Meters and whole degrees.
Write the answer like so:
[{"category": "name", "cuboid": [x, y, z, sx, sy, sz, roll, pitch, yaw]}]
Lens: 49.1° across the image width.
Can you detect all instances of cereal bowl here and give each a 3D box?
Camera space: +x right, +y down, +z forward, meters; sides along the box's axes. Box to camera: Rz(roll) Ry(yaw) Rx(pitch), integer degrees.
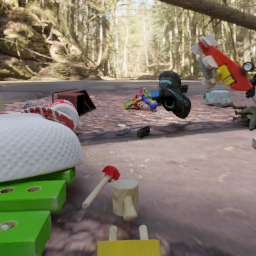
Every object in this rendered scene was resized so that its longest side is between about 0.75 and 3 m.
[{"category": "cereal bowl", "cuboid": [-1.725, 0.276, 4.133, 2.052, 0.855, 2.052, -8, -3, 0]}]

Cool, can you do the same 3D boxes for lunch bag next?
[{"category": "lunch bag", "cuboid": [4.505, -1.558, 14.341, 1.078, 0.772, 1.265, 0, 5, -1]}]

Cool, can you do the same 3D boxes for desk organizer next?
[{"category": "desk organizer", "cuboid": [-2.164, -1.099, 11.779, 1.003, 0.934, 2.605, 5, 13, 10]}]

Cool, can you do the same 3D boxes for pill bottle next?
[{"category": "pill bottle", "cuboid": [-1.940, -0.354, 8.251, 0.890, 0.890, 1.586, -3, 13, -14]}]

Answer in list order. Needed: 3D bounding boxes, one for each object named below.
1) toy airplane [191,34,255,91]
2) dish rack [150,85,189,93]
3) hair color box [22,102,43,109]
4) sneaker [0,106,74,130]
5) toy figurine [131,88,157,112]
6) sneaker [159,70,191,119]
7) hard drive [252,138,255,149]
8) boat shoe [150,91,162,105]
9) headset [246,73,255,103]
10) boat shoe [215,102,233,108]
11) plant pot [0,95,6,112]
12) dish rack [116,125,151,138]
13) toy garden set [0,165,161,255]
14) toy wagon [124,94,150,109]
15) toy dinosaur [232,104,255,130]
[{"category": "toy airplane", "cuboid": [1.829, -1.284, 5.886, 1.360, 0.960, 1.354, 21, 28, -26]}, {"category": "dish rack", "cuboid": [3.007, -2.870, 20.802, 2.510, 0.685, 1.925, 11, 15, 43]}, {"category": "hair color box", "cuboid": [-3.643, -0.721, 10.687, 0.564, 0.341, 1.127, -8, -1, -32]}, {"category": "sneaker", "cuboid": [-2.514, -0.167, 7.322, 2.366, 0.921, 0.972, 3, 11, 13]}, {"category": "toy figurine", "cuboid": [0.878, -0.970, 12.249, 0.995, 0.876, 1.661, 47, 5, 18]}, {"category": "sneaker", "cuboid": [1.299, -0.755, 8.194, 0.776, 0.816, 2.059, 1, -29, 29]}, {"category": "hard drive", "cuboid": [3.718, 0.462, 5.980, 1.715, 0.229, 1.131, 2, 12, 6]}, {"category": "boat shoe", "cuboid": [1.743, -1.522, 14.445, 0.852, 0.695, 2.024, 17, 21, 32]}, {"category": "headset", "cuboid": [3.820, -0.465, 6.529, 1.386, 1.054, 2.244, -15, 40, -44]}, {"category": "boat shoe", "cuboid": [4.497, -1.076, 13.141, 0.942, 0.295, 0.342, -2, 12, -9]}, {"category": "plant pot", "cuboid": [-5.830, -1.337, 9.386, 2.428, 2.742, 2.739, -20, 20, -26]}, {"category": "dish rack", "cuboid": [0.129, 0.081, 7.806, 0.872, 0.238, 0.669, 6, 13, 29]}, {"category": "toy garden set", "cuboid": [-0.783, 1.006, 2.803, 2.273, 0.544, 2.727, -2, 11, -1]}, {"category": "toy wagon", "cuboid": [0.432, -1.266, 12.850, 1.328, 0.263, 1.030, -29, -4, 30]}, {"category": "toy dinosaur", "cuboid": [3.949, -0.428, 9.028, 0.991, 0.746, 1.938, -5, 8, 10]}]
